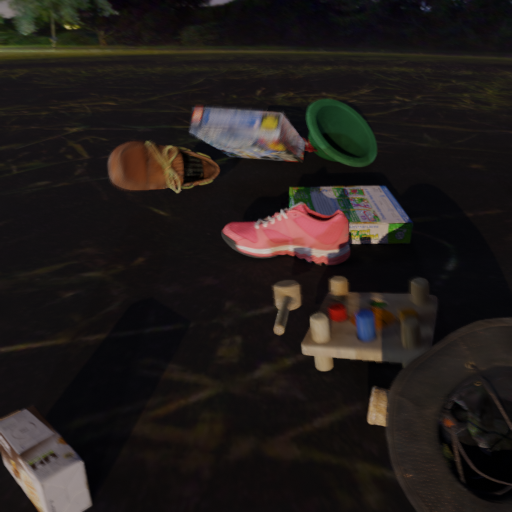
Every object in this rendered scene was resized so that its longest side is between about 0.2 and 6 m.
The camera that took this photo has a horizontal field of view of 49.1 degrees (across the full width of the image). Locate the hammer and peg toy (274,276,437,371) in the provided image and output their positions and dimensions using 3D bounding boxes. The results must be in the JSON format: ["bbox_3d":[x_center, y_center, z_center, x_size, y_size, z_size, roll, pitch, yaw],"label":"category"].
[{"bbox_3d":[1.309,0.989,8.063,2.399,0.846,1.765,0,23,21],"label":"hammer and peg toy"}]

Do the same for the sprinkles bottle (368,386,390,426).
[{"bbox_3d":[2.042,1.903,6.643,1.373,0.469,0.469,8,27,16],"label":"sprinkles bottle"}]

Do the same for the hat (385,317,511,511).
[{"bbox_3d":[2.504,1.864,5.820,2.383,0.961,2.383,-2,67,6],"label":"hat"}]

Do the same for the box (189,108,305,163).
[{"bbox_3d":[-0.108,-3.338,15.779,2.412,0.702,3.522,8,1,14],"label":"box"}]

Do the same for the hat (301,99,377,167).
[{"bbox_3d":[2.013,-3.298,17.771,2.403,2.554,2.901,-9,66,-33],"label":"hat"}]

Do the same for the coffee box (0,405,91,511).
[{"bbox_3d":[-2.246,2.170,5.864,0.458,0.657,1.149,-23,34,-39],"label":"coffee box"}]

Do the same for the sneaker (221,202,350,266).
[{"bbox_3d":[0.602,-0.580,11.033,2.564,1.112,0.945,6,26,7],"label":"sneaker"}]

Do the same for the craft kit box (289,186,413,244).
[{"bbox_3d":[2.009,-0.963,12.614,2.381,0.585,2.411,2,25,-2],"label":"craft kit box"}]

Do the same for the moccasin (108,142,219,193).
[{"bbox_3d":[-2.172,-2.119,13.685,1.298,1.230,3.362,2,0,34],"label":"moccasin"}]
